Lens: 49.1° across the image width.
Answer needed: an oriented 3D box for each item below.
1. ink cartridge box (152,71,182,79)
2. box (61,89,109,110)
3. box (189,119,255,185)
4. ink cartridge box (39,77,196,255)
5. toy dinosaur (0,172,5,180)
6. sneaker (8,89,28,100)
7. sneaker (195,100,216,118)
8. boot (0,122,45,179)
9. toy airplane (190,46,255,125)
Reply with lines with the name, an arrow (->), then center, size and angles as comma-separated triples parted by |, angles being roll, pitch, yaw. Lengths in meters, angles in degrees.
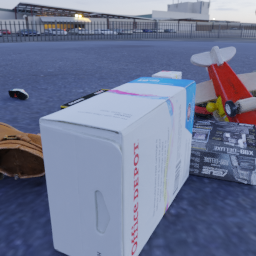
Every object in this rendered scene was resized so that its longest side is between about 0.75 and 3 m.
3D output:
ink cartridge box -> 2.007, -2.523, 14.588 | 1.121, 0.644, 1.544 | 11, 24, 27
box -> -0.695, -0.735, 9.969 | 2.152, 0.665, 2.696 | 11, 24, 23
box -> 1.781, 0.388, 6.992 | 2.697, 0.671, 2.127 | 7, 22, 18
ink cartridge box -> 0.084, 0.475, 4.695 | 1.265, 2.161, 2.990 | 10, 23, 25
toy dinosaur -> -2.898, 1.024, 5.771 | 0.341, 0.454, 0.887 | 0, 28, 37
sneaker -> -4.712, -1.546, 12.358 | 1.207, 0.425, 0.565 | 10, 29, 32
sneaker -> 3.328, -1.140, 10.331 | 2.367, 1.156, 0.837 | -15, 23, -38
boot -> -2.755, 0.458, 5.896 | 2.650, 0.976, 2.050 | 1, 8, -9
toy airplane -> 3.025, -1.091, 8.897 | 2.987, 2.108, 2.974 | 24, 62, 22
